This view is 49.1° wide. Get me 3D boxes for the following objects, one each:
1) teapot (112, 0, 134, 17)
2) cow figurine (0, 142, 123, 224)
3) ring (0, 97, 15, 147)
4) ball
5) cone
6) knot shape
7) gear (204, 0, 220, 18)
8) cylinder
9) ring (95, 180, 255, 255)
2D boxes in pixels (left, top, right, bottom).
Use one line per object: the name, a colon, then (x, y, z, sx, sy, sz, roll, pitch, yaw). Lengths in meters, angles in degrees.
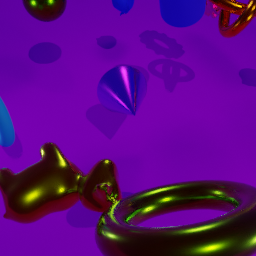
teapot: (-0.196, -4.045, 8.783, 0.672, 1.372, 0.853, 13, 64, 19)
cow figurine: (-0.943, 0.932, 4.044, 1.662, 0.912, 1.635, -30, 47, -21)
ring: (-2.872, -0.230, 6.095, 0.277, 1.383, 1.383, -26, 56, -34)
ball: (-2.342, -3.635, 7.870, 1.230, 1.230, 1.230, 0, 52, 0)
cone: (0.002, -0.602, 6.438, 1.271, 1.271, 1.276, -11, 35, -8)
knot shape: (2.687, -2.973, 6.328, 1.629, 0.805, 1.741, -23, 60, 18)
gear: (2.136, -4.090, 8.178, 0.343, 1.853, 1.853, -39, 56, 10)
cylinder: (1.179, -2.918, 6.064, 1.027, 1.027, 1.027, -4, 70, 10)
ring: (0.558, 0.937, 2.955, 1.839, 1.839, 0.368, -11, 91, -8)
